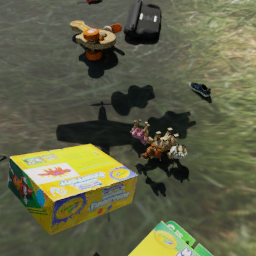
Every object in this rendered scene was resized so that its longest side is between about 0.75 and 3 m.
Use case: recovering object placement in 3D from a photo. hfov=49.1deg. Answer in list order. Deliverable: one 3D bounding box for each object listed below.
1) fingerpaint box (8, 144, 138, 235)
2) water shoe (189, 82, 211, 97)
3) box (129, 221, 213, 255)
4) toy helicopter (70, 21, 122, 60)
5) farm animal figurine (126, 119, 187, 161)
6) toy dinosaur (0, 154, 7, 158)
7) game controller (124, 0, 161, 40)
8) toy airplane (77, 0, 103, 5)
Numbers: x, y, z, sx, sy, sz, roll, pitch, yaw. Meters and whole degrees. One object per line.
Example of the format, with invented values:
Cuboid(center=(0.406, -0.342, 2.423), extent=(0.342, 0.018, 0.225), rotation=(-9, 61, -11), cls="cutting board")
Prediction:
Cuboid(center=(-0.834, 0.829, 4.322), extent=(1.267, 0.557, 1.519), rotation=(27, 23, 38), cls="fingerpaint box")
Cuboid(center=(2.180, -1.238, 8.395), extent=(0.270, 0.298, 0.756), rotation=(-35, 57, -27), cls="water shoe")
Cuboid(center=(0.510, 2.641, 4.757), extent=(1.293, 0.533, 2.203), rotation=(36, 56, 28), cls="box")
Cuboid(center=(-1.253, -3.423, 10.011), extent=(1.533, 0.914, 2.318), rotation=(-30, 50, -24), cls="toy helicopter")
Cuboid(center=(0.662, 0.372, 6.779), extent=(1.222, 0.644, 1.236), rotation=(-2, 40, -18), cls="farm animal figurine")
Cuboid(center=(-3.769, 0.357, 6.563), extent=(0.735, 1.668, 0.396), rotation=(-44, 15, 1), cls="toy dinosaur")
Cuboid(center=(0.624, -4.286, 11.106), extent=(1.339, 0.540, 2.566), rotation=(16, 49, -6), cls="game controller")
Cuboid(center=(-1.126, -3.901, 6.872), extent=(2.568, 2.568, 0.472), rotation=(3, 77, 2), cls="toy airplane")
